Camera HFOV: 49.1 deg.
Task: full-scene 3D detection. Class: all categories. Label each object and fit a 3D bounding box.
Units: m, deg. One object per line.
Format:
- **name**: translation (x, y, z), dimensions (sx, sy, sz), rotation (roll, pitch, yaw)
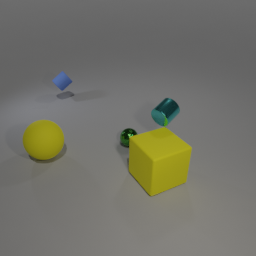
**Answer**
- **cylinder**: translation (1.241, -0.526, 9.282), dimensions (0.700, 0.700, 0.700), rotation (27, 57, 36)
- **cylinder**: translation (-3.221, -2.304, 13.762), dimensions (0.700, 0.700, 0.700), rotation (-43, 41, -1)
- **ball**: translation (-2.954, 0.409, 9.827), dimensions (1.400, 1.400, 1.400), rotation (0, 32, 0)
- **cube**: translation (0.963, 1.011, 8.867), dimensions (1.400, 1.400, 1.400), rotation (-15, 35, -25)
- **ball**: translation (0.044, 0.351, 10.651), dimensions (0.700, 0.700, 0.700), rotation (0, 32, 0)
